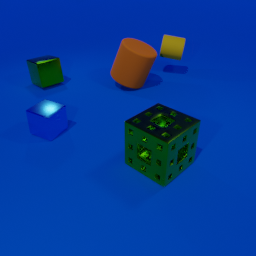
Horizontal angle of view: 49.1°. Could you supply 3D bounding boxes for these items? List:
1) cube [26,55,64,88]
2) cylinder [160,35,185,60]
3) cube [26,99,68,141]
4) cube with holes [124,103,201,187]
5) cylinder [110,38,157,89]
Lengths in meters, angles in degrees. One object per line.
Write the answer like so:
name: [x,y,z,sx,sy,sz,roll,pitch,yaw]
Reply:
cube: [-3.069,-2.125,10.416,0.921,0.921,0.921,-26,33,-34]
cylinder: [1.741,-3.154,10.995,0.852,0.852,0.852,12,34,5]
cube: [-2.211,-0.231,7.717,0.760,0.760,0.760,18,37,22]
cube with holes: [0.760,0.340,6.450,1.199,1.199,1.199,27,42,35]
cylinder: [0.191,-2.330,10.112,1.331,1.331,1.331,17,36,-12]
